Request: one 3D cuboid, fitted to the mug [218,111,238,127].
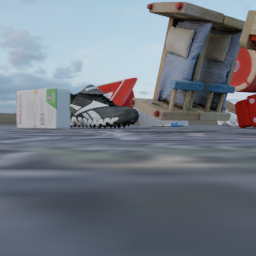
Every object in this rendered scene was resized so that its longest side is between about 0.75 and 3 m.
[{"bbox_3d":[4.567,-0.326,12.522,0.783,0.659,0.893,12,28,-13],"label":"mug"}]

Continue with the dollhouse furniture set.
[{"bbox_3d":[1.235,-0.669,3.437,1.430,1.438,2.040,-1,20,-33],"label":"dollhouse furniture set"}]

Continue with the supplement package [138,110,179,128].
[{"bbox_3d":[0.780,-0.412,7.512,1.006,0.603,0.610,-9,13,1],"label":"supplement package"}]

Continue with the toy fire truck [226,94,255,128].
[{"bbox_3d":[3.136,-0.487,7.253,1.921,1.236,1.691,-15,-9,43],"label":"toy fire truck"}]

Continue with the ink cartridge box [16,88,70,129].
[{"bbox_3d":[-1.887,-0.409,6.225,1.181,0.858,0.517,0,1,26],"label":"ink cartridge box"}]

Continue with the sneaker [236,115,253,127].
[{"bbox_3d":[4.641,-0.386,9.295,1.985,0.743,0.989,0,1,18],"label":"sneaker"}]

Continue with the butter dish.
[{"bbox_3d":[-0.638,-0.827,12.026,2.385,1.763,2.378,-6,38,33],"label":"butter dish"}]

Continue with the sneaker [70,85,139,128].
[{"bbox_3d":[-0.814,-0.570,7.253,2.561,1.159,0.851,1,2,41],"label":"sneaker"}]

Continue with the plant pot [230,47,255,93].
[{"bbox_3d":[3.045,-1.614,6.806,1.581,1.787,1.787,-15,9,-30],"label":"plant pot"}]

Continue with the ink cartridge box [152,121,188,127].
[{"bbox_3d":[1.710,-0.354,11.985,1.440,0.607,1.051,1,1,35],"label":"ink cartridge box"}]
